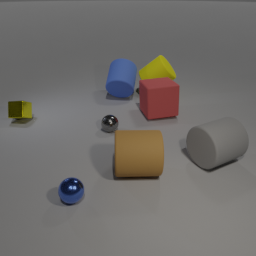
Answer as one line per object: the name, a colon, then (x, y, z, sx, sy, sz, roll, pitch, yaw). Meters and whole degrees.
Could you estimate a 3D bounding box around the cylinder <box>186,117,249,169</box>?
cylinder: (2.861, 0.463, 9.041, 1.400, 1.400, 1.400, -15, 32, -26)

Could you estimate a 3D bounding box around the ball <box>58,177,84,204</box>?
ball: (-1.530, 1.683, 7.564, 0.700, 0.700, 0.700, 0, 28, 0)

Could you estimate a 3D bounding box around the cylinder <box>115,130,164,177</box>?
cylinder: (0.299, 0.763, 8.522, 1.400, 1.400, 1.400, 0, 28, -2)

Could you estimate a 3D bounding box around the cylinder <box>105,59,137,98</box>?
cylinder: (-0.317, -2.470, 13.948, 1.400, 1.400, 1.400, 5, 61, 8)

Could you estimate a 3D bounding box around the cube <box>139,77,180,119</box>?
cube: (1.344, -1.339, 12.339, 1.400, 1.400, 1.400, -8, 26, -11)

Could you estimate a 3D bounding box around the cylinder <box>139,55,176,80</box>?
cylinder: (1.506, -2.752, 14.339, 1.400, 1.400, 1.400, -33, 17, 24)

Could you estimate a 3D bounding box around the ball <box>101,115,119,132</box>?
ball: (-0.720, -0.181, 11.120, 0.700, 0.700, 0.700, 0, 28, 0)

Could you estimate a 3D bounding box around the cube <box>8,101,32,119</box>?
cube: (-4.558, -0.756, 11.841, 0.700, 0.700, 0.700, -2, -2, 12)
